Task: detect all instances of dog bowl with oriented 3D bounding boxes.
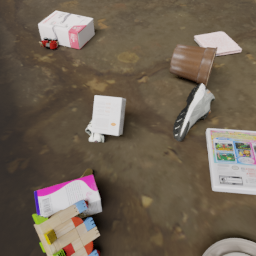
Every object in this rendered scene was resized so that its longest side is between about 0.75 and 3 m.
[{"bbox_3d":[2.626,3.741,6.444,2.178,0.639,2.178,0,48,0],"label":"dog bowl"}]

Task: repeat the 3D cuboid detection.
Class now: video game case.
[{"bbox_3d":[3.989,1.052,9.123,2.657,0.315,2.418,4,47,5],"label":"video game case"}]

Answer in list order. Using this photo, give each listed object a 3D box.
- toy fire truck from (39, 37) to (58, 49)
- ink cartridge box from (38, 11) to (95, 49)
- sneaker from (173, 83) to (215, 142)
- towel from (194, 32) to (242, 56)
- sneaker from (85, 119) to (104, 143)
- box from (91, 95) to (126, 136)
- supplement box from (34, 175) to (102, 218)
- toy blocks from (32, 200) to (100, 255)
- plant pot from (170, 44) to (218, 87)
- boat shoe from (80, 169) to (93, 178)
[{"bbox_3d":[-3.894,-4.066,13.557,0.759,0.555,0.862,10,42,8],"label":"toy fire truck"},{"bbox_3d":[-3.087,-4.983,14.183,2.287,0.947,1.675,17,50,15],"label":"ink cartridge box"},{"bbox_3d":[2.399,-0.497,9.998,0.951,0.887,2.400,35,70,-6],"label":"sneaker"},{"bbox_3d":[4.417,-4.158,13.888,1.735,0.293,1.816,-12,49,-10],"label":"towel"},{"bbox_3d":[-1.219,-0.089,10.009,0.631,0.528,1.426,-4,47,-7],"label":"sneaker"},{"bbox_3d":[-0.623,-0.407,9.142,0.923,1.213,0.645,7,4,11],"label":"box"},{"bbox_3d":[-1.637,2.060,7.820,1.660,0.858,0.840,-15,51,-12],"label":"supplement box"},{"bbox_3d":[-1.348,2.727,6.934,1.343,0.982,1.965,-23,87,-36],"label":"toy blocks"},{"bbox_3d":[2.635,-2.654,11.441,1.607,1.623,1.623,17,50,15],"label":"plant pot"},{"bbox_3d":[-1.397,1.631,8.674,0.303,0.261,0.830,31,60,6],"label":"boat shoe"}]
